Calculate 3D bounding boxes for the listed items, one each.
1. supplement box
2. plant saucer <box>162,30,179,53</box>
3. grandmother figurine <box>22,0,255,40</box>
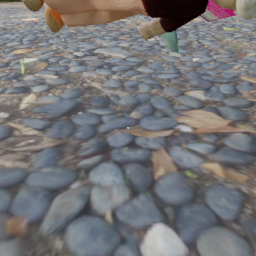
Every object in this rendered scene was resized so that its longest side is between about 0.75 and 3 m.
[{"bbox_3d":[2.320,-3.511,6.745,1.219,1.194,2.359,29,8,-17],"label":"supplement box"},{"bbox_3d":[1.214,-3.475,8.683,0.421,2.340,2.340,-8,27,13],"label":"plant saucer"},{"bbox_3d":[0.197,-1.333,2.599,2.393,0.725,1.451,5,-1,18],"label":"grandmother figurine"}]
